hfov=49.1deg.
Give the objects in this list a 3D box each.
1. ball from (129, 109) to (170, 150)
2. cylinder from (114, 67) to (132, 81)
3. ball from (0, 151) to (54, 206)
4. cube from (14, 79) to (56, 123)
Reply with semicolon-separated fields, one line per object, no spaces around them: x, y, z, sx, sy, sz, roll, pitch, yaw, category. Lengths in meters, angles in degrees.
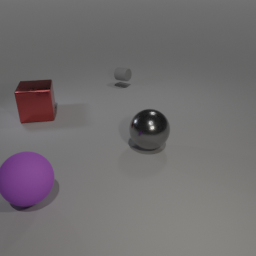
0.743;0.043;9.639;1.400;1.400;1.400;0;29;0;ball
-0.276;-2.911;15.169;0.700;0.700;0.700;14;32;31;cylinder
-2.637;1.311;7.275;1.400;1.400;1.400;0;29;0;ball
-3.934;-1.178;12.065;1.400;1.400;1.400;-5;29;-9;cube
